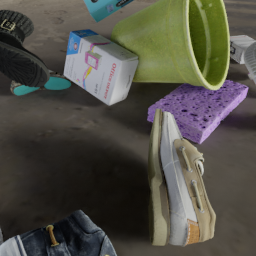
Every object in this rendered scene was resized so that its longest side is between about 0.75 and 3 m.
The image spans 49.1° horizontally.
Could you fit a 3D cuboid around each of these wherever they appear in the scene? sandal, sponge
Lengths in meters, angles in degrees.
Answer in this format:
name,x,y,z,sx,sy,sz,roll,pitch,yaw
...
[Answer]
name,x,y,z,sx,sy,sz,roll,pitch,yaw
sandal,4.455,-1.892,9.148,1.199,0.724,2.946,-4,46,21
sponge,1.977,-0.698,7.656,1.583,0.423,2.838,25,43,32

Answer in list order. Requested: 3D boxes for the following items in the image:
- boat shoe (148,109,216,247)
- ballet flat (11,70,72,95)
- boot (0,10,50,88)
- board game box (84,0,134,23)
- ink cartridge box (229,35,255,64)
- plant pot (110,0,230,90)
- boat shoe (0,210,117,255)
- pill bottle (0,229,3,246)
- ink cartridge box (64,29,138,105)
name,x,y,z,sx,sy,sz,roll,pitch,yaw
boat shoe,0.884,0.763,5.185,0.977,1.068,2.857,3,46,1
ballet flat,-2.640,-1.452,8.497,1.782,0.604,0.671,-12,55,-12
boot,-2.114,-1.620,5.479,1.728,0.650,1.292,30,41,-7
board game box,-0.274,-4.225,7.492,2.321,0.545,1.752,-27,79,11
ink cartridge box,4.422,-3.027,10.740,1.016,0.583,1.399,-8,36,-11
plant pot,1.111,-2.449,8.109,2.737,2.977,2.977,-2,29,38
boat shoe,-0.475,2.111,3.227,1.291,1.006,2.843,-23,41,-27
pill bottle,-2.746,1.801,3.549,2.017,1.132,1.132,-8,37,-11
ink cartridge box,-0.811,-1.741,7.929,1.920,1.387,0.812,34,37,21
